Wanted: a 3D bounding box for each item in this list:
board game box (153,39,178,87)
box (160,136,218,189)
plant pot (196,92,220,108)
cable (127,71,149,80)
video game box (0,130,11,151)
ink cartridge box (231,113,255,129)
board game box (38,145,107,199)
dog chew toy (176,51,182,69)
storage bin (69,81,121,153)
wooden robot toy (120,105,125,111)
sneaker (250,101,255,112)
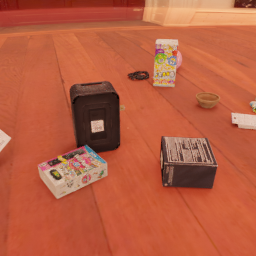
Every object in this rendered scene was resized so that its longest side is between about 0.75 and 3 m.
[{"bbox_3d":[2.002,-3.486,15.028,1.162,2.257,1.184,4,30,6],"label":"board game box"},{"bbox_3d":[1.763,1.016,8.510,1.492,0.927,1.504,2,30,3],"label":"box"},{"bbox_3d":[3.643,-1.232,12.885,1.064,0.491,1.064,0,31,0],"label":"plant pot"},{"bbox_3d":[0.622,-3.063,16.328,1.304,0.331,1.064,-20,30,-27],"label":"cable"},{"bbox_3d":[-4.638,0.461,8.596,0.352,1.369,1.502,-10,41,44],"label":"video game box"},{"bbox_3d":[4.773,-0.289,11.524,0.995,0.215,0.977,7,30,15],"label":"ink cartridge box"},{"bbox_3d":[-1.659,1.270,8.481,1.692,0.544,1.248,-21,36,-33],"label":"board game box"},{"bbox_3d":[2.798,-4.387,17.705,1.334,1.334,2.143,8,22,14],"label":"dog chew toy"},{"bbox_3d":[-1.116,-0.342,9.573,1.513,2.238,1.049,-8,30,-13],"label":"storage bin"},{"bbox_3d":[-0.845,-0.700,11.692,1.421,0.626,0.645,-24,3,-4],"label":"wooden robot toy"},{"bbox_3d":[5.687,-0.954,12.594,0.496,0.302,0.760,-14,32,-25],"label":"sneaker"}]
